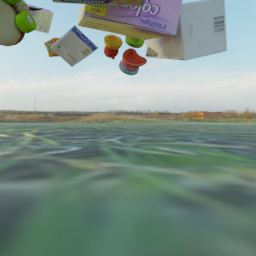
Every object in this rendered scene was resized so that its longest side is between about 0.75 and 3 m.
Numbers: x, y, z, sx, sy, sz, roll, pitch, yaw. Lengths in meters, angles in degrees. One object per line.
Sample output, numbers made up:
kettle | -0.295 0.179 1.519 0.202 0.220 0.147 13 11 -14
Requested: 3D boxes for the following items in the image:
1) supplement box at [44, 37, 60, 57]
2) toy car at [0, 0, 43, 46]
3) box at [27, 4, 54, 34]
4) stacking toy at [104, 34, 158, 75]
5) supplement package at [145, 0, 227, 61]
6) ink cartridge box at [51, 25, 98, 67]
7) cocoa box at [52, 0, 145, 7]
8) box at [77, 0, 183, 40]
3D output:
supplement box | -2.055 -2.641 9.173 0.493 0.477 1.433 -17 8 30
toy car | -2.949 -2.877 7.311 1.407 1.352 1.713 -18 17 18
box | -3.654 -4.426 11.379 0.985 0.867 0.476 0 34 -40
stacking toy | 0.053 -2.633 10.073 1.562 1.726 0.729 -25 -25 -33
supplement package | 1.884 -3.462 9.974 1.706 1.728 2.849 -17 21 -17
ink cartridge box | -1.335 -2.074 7.079 0.748 0.263 1.254 41 -34 -27
cocoa box | -0.617 -3.486 5.825 2.144 1.430 1.407 0 5 -7
box | -0.111 -3.558 8.233 2.471 1.358 2.810 7 13 -15
